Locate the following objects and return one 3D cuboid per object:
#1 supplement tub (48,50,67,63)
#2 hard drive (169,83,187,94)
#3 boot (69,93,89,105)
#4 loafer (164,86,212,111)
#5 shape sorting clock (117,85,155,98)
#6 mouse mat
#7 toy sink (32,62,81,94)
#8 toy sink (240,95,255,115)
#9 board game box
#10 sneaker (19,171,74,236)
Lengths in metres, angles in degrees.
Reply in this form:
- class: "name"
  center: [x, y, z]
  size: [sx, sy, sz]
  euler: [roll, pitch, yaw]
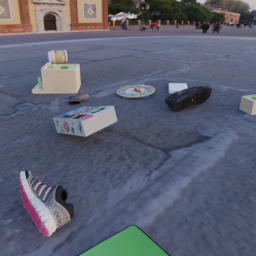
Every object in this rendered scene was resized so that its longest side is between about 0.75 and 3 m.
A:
- class: "supplement tub"
  center: [-6.092, -6.171, 24.206]
  size: [1.504, 1.086, 1.086]
  euler: [-10, 26, -21]
- class: "hard drive"
  center: [2.992, -2.359, 16.719]
  size: [1.085, 0.209, 1.645]
  euler: [3, 24, 6]
- class: "boot"
  center: [-2.530, -1.462, 14.605]
  size: [1.140, 0.398, 0.750]
  euler: [-16, 30, -9]
- class: "loafer"
  center: [3.094, -1.640, 14.136]
  size: [2.900, 0.985, 1.018]
  euler: [-21, 40, -32]
- class: "shape sorting clock"
  center: [0.438, -2.143, 15.978]
  size: [2.164, 0.424, 2.164]
  euler: [0, 24, 0]
- class: "mouse mat"
  center: [-0.143, 2.738, 5.495]
  size: [1.953, 0.074, 1.571]
  euler: [-19, 30, -34]
- class: "toy sink"
  center: [-4.254, -2.988, 16.554]
  size: [2.652, 1.486, 1.729]
  euler: [-1, 24, -1]
- class: "toy sink"
  center: [6.218, -1.176, 13.422]
  size: [1.315, 0.737, 0.857]
  euler: [-7, 25, -16]
- class: "board game box"
  center: [-1.681, -0.315, 10.801]
  size: [1.540, 0.671, 2.087]
  euler: [-26, 19, -38]
- class: "sneaker"
  center: [-2.023, 1.713, 6.940]
  size: [0.946, 0.797, 2.162]
  euler: [-16, 32, -33]
